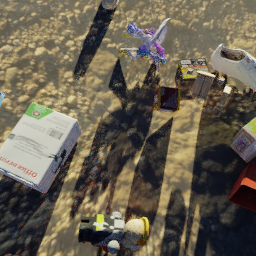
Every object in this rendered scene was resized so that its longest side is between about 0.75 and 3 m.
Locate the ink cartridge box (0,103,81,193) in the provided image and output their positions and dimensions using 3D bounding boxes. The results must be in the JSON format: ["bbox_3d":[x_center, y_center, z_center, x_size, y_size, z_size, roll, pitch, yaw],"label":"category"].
[{"bbox_3d":[-2.879,0.625,9.035,1.774,1.005,2.420,22,65,11],"label":"ink cartridge box"}]

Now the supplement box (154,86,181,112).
[{"bbox_3d":[1.378,-1.015,9.945,0.801,0.532,0.790,5,83,-9],"label":"supplement box"}]

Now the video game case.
[{"bbox_3d":[2.624,-2.322,11.075,1.090,0.139,0.985,-5,62,-4],"label":"video game case"}]

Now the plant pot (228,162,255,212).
[{"bbox_3d":[3.882,1.742,8.438,1.188,1.187,1.047,21,55,11],"label":"plant pot"}]

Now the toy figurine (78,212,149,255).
[{"bbox_3d":[-0.350,3.381,6.764,1.789,2.532,2.572,7,63,-3],"label":"toy figurine"}]

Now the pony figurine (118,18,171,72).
[{"bbox_3d":[0.803,-3.387,11.027,2.016,1.679,1.946,21,96,7],"label":"pony figurine"}]

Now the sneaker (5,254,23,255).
[{"bbox_3d":[-2.934,4.482,7.099,1.278,0.885,2.282,8,63,6],"label":"sneaker"}]

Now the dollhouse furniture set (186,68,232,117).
[{"bbox_3d":[2.756,-1.324,9.958,1.580,1.348,0.772,22,31,16],"label":"dollhouse furniture set"}]

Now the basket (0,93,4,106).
[{"bbox_3d":[-4.905,-0.649,9.690,1.303,0.906,1.148,-7,59,30],"label":"basket"}]

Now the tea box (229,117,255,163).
[{"bbox_3d":[4.188,0.253,9.060,1.286,1.307,0.873,-34,68,-16],"label":"tea box"}]

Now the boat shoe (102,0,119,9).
[{"bbox_3d":[-0.769,-6.425,12.857,0.824,0.774,2.236,5,63,3],"label":"boat shoe"}]

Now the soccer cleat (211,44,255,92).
[{"bbox_3d":[4.517,-2.192,10.446,2.914,1.130,1.010,26,65,12],"label":"soccer cleat"}]
